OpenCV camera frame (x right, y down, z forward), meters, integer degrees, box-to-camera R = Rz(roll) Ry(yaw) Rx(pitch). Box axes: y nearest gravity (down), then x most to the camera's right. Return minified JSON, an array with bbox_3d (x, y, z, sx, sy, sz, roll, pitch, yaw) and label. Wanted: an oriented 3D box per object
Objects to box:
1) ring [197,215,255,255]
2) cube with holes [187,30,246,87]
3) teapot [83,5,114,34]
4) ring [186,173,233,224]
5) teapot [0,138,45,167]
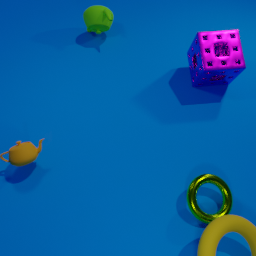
[{"bbox_3d":[2.190,2.687,5.747,1.737,0.347,1.737,7,72,-20],"label":"ring"},{"bbox_3d":[2.796,-2.211,9.085,1.299,1.299,1.299,-5,77,-4],"label":"cube with holes"},{"bbox_3d":[-1.090,-4.062,10.633,1.163,1.871,0.916,0,89,-36],"label":"teapot"},{"bbox_3d":[1.993,1.712,6.815,1.206,0.241,1.206,4,73,-12],"label":"ring"},{"bbox_3d":[-2.685,0.606,7.226,1.207,0.591,0.751,-17,16,-5],"label":"teapot"}]
